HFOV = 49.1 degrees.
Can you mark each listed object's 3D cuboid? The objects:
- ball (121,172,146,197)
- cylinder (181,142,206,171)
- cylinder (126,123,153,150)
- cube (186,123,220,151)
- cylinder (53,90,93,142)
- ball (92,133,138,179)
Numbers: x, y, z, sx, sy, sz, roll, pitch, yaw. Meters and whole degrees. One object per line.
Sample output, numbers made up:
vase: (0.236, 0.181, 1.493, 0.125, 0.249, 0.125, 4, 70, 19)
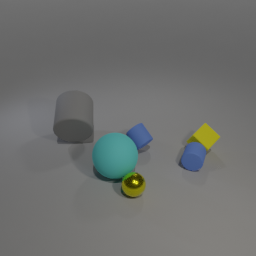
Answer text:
ball: (0.161, 1.605, 7.978, 0.700, 0.700, 0.700, 0, 29, 0)
cylinder: (2.154, 0.927, 9.161, 0.700, 0.700, 0.700, 11, 31, 19)
cylinder: (0.407, 0.297, 9.863, 0.700, 0.700, 0.700, -26, 76, -38)
cube: (2.596, 0.391, 9.702, 0.700, 0.700, 0.700, -41, 79, -21)
cylinder: (-1.982, -0.426, 10.326, 1.400, 1.400, 1.400, -2, 52, -4)
ball: (-0.395, 0.842, 8.569, 1.400, 1.400, 1.400, 0, 29, 0)
